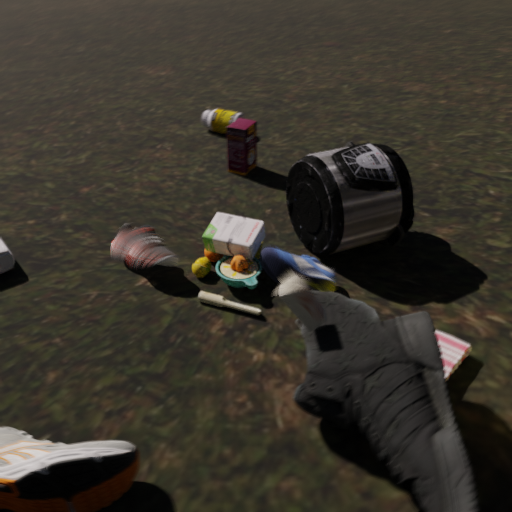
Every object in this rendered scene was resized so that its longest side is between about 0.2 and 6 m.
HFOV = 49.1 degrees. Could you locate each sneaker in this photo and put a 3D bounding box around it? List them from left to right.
[{"bbox_3d":[-2.861,2.564,6.990,2.727,1.032,1.254,-7,31,-12],"label":"sneaker"},{"bbox_3d":[-2.170,-0.265,10.949,1.687,0.691,0.650,18,-2,32],"label":"sneaker"},{"bbox_3d":[0.793,0.265,10.531,1.538,0.569,0.632,27,33,7],"label":"sneaker"},{"bbox_3d":[1.526,2.053,7.559,2.129,1.226,4.083,-10,43,12],"label":"sneaker"}]

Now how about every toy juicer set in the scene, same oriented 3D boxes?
[{"bbox_3d":[-0.567,0.265,10.643,1.368,0.585,2.151,1,35,1],"label":"toy juicer set"}]

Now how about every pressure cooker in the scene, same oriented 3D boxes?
[{"bbox_3d":[2.037,-1.252,11.540,2.382,2.095,2.127,-13,18,-21],"label":"pressure cooker"}]

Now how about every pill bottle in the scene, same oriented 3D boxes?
[{"bbox_3d":[-0.992,-4.013,16.774,1.189,0.669,0.669,15,37,21],"label":"pill bottle"}]

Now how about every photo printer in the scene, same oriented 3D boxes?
[{"bbox_3d":[-5.649,-0.043,11.146,1.226,0.512,1.473,-25,41,-30],"label":"photo printer"}]

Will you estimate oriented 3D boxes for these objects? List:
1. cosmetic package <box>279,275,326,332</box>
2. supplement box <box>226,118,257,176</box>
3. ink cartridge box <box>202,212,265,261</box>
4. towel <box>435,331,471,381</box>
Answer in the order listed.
[{"bbox_3d":[0.665,0.674,7.957,0.315,0.722,0.373,-35,18,15],"label":"cosmetic package"},{"bbox_3d":[-0.363,-2.827,14.521,0.543,1.269,0.700,16,37,21],"label":"supplement box"},{"bbox_3d":[-0.420,-0.388,10.947,1.020,0.429,0.742,13,50,20],"label":"ink cartridge box"},{"bbox_3d":[2.404,1.691,8.891,1.343,0.274,1.835,24,41,34],"label":"towel"}]
